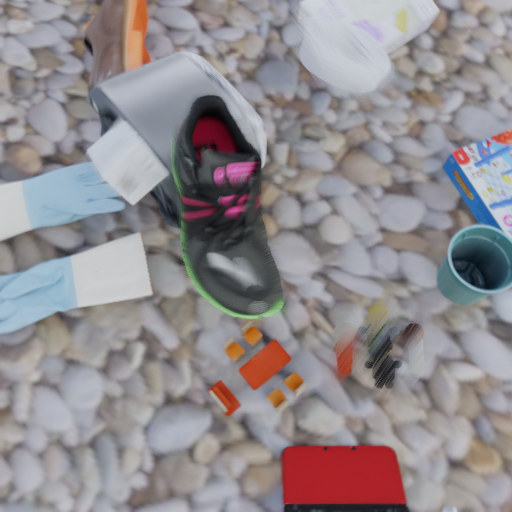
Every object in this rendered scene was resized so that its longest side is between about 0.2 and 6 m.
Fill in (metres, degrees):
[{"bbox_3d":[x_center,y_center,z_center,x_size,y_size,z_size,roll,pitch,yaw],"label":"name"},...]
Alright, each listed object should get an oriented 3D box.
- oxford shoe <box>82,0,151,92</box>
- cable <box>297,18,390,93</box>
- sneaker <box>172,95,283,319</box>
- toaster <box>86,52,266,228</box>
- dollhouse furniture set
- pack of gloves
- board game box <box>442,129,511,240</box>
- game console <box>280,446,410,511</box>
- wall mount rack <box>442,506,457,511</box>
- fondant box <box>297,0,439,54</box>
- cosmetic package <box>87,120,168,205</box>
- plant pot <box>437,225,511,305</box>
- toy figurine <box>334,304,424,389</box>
[{"bbox_3d":[-2.546,-4.194,9.940,1.146,1.121,3.145,-7,68,0],"label":"oxford shoe"},{"bbox_3d":[1.402,-3.179,8.933,1.459,0.505,1.459,-16,62,-35],"label":"cable"},{"bbox_3d":[-0.425,-0.634,6.746,1.132,1.235,2.949,-14,71,-16],"label":"sneaker"},{"bbox_3d":[-1.116,-1.802,8.652,1.855,1.632,2.872,-35,67,-16],"label":"toaster"},{"bbox_3d":[-0.067,1.673,7.779,1.202,0.626,1.216,-39,73,-14],"label":"dollhouse furniture set"},{"bbox_3d":[-3.118,-0.131,8.715,2.801,0.553,2.353,-15,75,0],"label":"pack of gloves"},{"bbox_3d":[4.220,-1.166,9.017,1.690,0.482,1.726,-23,70,-8],"label":"board game box"},{"bbox_3d":[1.125,3.348,7.355,1.586,0.941,1.367,0,99,0],"label":"game console"},{"bbox_3d":[2.714,4.032,6.784,1.844,0.687,1.602,16,69,7],"label":"wall mount rack"},{"bbox_3d":[1.973,-4.291,9.976,2.019,0.588,1.457,-34,86,-5],"label":"fondant box"},{"bbox_3d":[-1.638,-1.191,7.121,0.622,0.626,0.748,-41,46,2],"label":"cosmetic package"},{"bbox_3d":[3.153,0.225,8.175,1.019,0.998,1.019,0,67,0],"label":"plant pot"},{"bbox_3d":[1.646,1.191,7.435,1.063,1.046,0.739,23,50,-19],"label":"toy figurine"}]
